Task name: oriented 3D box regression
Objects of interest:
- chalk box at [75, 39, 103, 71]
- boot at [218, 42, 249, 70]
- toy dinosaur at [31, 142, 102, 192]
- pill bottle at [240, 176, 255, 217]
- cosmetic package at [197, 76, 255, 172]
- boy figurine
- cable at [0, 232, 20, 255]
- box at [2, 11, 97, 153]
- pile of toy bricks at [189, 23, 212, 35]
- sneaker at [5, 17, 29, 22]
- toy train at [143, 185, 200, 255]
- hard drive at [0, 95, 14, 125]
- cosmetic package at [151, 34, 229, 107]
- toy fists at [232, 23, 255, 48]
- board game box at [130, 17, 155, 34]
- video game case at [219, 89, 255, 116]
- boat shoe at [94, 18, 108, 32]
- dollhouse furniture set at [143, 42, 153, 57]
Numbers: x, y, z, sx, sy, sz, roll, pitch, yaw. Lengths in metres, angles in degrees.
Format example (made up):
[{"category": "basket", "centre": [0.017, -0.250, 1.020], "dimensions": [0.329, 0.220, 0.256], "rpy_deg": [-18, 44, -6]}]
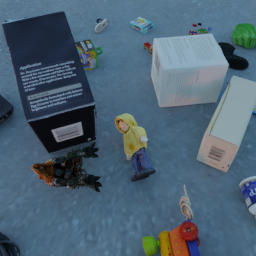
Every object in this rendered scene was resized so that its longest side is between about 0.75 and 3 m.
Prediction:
[{"category": "chalk box", "centre": [-1.594, -2.738, 10.543], "dimensions": [1.308, 0.811, 0.816], "rpy_deg": [-16, 51, -14]}, {"category": "boot", "centre": [3.985, -2.809, 10.828], "dimensions": [1.355, 0.502, 1.111], "rpy_deg": [14, 48, 12]}, {"category": "toy dinosaur", "centre": [-1.465, 1.073, 6.586], "dimensions": [1.502, 1.130, 2.213], "rpy_deg": [-11, 6, 16]}, {"category": "pill bottle", "centre": [3.270, 1.802, 6.971], "dimensions": [0.635, 0.635, 1.061], "rpy_deg": [-5, 51, -4]}, {"category": "cosmetic package", "centre": [2.955, -0.176, 8.132], "dimensions": [0.939, 1.330, 2.570], "rpy_deg": [22, 53, 18]}, {"category": "boy figurine", "centre": [0.180, 0.418, 7.635], "dimensions": [0.619, 1.194, 1.920], "rpy_deg": [-8, 70, -29]}, {"category": "cable", "centre": [-3.580, 3.049, 6.021], "dimensions": [2.412, 0.613, 1.968], "rpy_deg": [-18, 42, -20]}, {"category": "box", "centre": [-1.964, -1.063, 7.550], "dimensions": [1.584, 2.653, 2.698], "rpy_deg": [-16, 72, -12]}, {"category": "pile of toy bricks", "centre": [3.180, -4.106, 11.926], "dimensions": [1.014, 0.562, 0.500], "rpy_deg": [20, 14, 28]}, {"category": "sneaker", "centre": [-3.814, -3.849, 11.275], "dimensions": [1.302, 1.081, 2.726], "rpy_deg": [-35, 59, -27]}, {"category": "toy train", "centre": [0.922, 2.496, 6.307], "dimensions": [1.341, 0.981, 2.317], "rpy_deg": [-14, 51, 6]}, {"category": "hard drive", "centre": [-4.881, -0.275, 8.745], "dimensions": [1.549, 0.486, 2.297], "rpy_deg": [35, 59, 25]}, {"category": "cosmetic package", "centre": [1.923, -1.894, 9.292], "dimensions": [2.009, 1.671, 1.681], "rpy_deg": [-5, 51, -3]}, {"category": "toy fists", "centre": [5.308, -3.664, 11.376], "dimensions": [2.081, 0.716, 1.061], "rpy_deg": [10, 45, 10]}, {"category": "board game box", "centre": [0.638, -4.549, 12.387], "dimensions": [0.899, 0.211, 0.679], "rpy_deg": [34, 59, 25]}, {"category": "video game case", "centre": [4.166, -1.000, 9.549], "dimensions": [1.722, 0.153, 1.233], "rpy_deg": [27, 56, 20]}, {"category": "boat shoe", "centre": [-1.294, -4.511, 12.309], "dimensions": [0.453, 0.364, 0.976], "rpy_deg": [17, 46, 24]}, {"category": "dollhouse furniture set", "centre": [1.190, -3.127, 11.048], "dimensions": [0.660, 0.499, 1.226], "rpy_deg": [-23, 54, -17]}]
